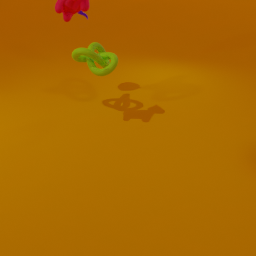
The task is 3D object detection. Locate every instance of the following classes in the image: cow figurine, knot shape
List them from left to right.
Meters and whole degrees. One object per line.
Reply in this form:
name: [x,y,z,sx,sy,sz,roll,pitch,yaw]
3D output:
cow figurine: [-1.295,-3.436,7.162,1.244,0.683,1.225,-23,51,23]
knot shape: [-0.964,-2.246,8.933,1.445,0.668,1.352,22,31,2]

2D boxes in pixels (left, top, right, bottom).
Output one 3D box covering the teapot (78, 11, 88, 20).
teapot: [-1.574,-4.267,9.158,0.695,1.420,0.883,8,42,9]
